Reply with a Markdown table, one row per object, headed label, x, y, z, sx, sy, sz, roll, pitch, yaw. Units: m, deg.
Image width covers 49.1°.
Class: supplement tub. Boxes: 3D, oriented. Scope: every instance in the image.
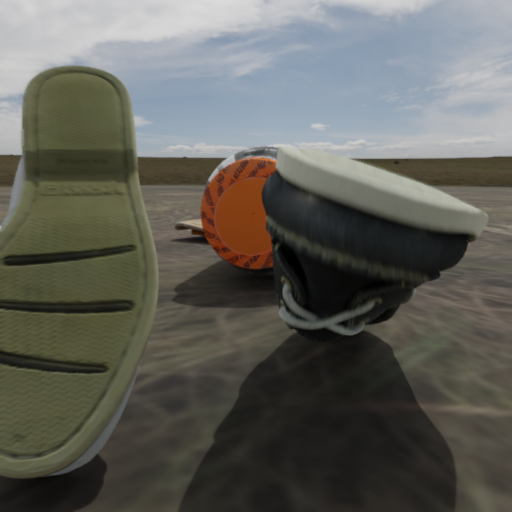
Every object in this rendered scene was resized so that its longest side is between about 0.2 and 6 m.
| label | x | y | z | sx | sy | sz | roll | pitch | yaw |
| --- | --- | --- | --- | --- | --- | --- | --- | --- | --- |
| supplement tub | 0.233 | -0.644 | 7.790 | 1.665 | 1.665 | 2.718 | 2 | 7 | 11 |

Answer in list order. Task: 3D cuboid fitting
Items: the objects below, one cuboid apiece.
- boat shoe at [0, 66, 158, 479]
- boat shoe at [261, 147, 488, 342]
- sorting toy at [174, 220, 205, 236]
| label | x | y | z | sx | sy | sz | roll | pitch | yaw |
| --- | --- | --- | --- | --- | --- | --- | --- | --- | --- |
| boat shoe | -1.056 | 0.038 | 3.307 | 0.948 | 2.536 | 0.867 | 4 | -35 | -10 |
| boat shoe | 0.634 | 0.082 | 3.640 | 1.187 | 1.117 | 3.304 | 20 | 0 | 9 |
| sorting toy | -0.166 | -0.565 | 11.780 | 1.913 | 0.381 | 2.588 | 10 | 13 | 37 |
